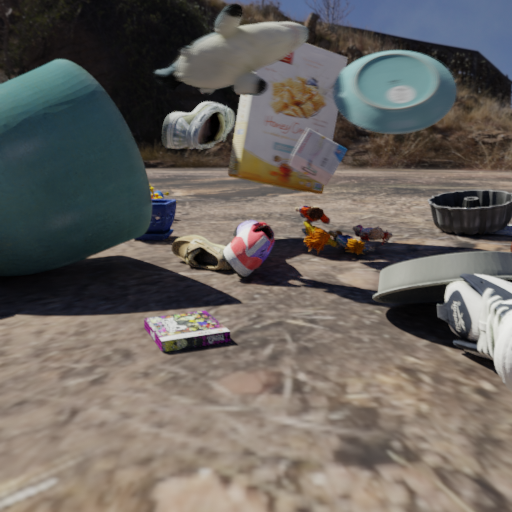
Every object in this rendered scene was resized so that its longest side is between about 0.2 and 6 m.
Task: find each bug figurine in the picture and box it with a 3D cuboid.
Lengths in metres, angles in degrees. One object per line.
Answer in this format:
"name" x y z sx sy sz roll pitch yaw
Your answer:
"bug figurine" -3.763 -1.616 17.669 2.315 0.768 2.985 -9 17 -14

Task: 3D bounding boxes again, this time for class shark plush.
"shark plush" -0.586 -3.281 9.785 3.043 1.382 1.267 -16 22 43

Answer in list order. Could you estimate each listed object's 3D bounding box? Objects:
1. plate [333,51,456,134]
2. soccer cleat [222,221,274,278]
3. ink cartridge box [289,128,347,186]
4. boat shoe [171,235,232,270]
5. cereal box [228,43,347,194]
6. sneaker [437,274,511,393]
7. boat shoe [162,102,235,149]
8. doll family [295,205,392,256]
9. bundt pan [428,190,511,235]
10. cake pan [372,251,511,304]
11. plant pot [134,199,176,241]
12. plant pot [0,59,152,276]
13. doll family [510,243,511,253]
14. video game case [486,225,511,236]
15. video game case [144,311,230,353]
"plate" 2.107 -2.599 8.552 1.838 1.838 0.235 2 -32 9
"soccer cleat" 0.025 -0.303 10.400 0.861 0.802 2.351 -39 6 16
"ink cartridge box" 1.221 -1.973 11.217 0.892 0.654 0.651 30 -13 2
"boat shoe" -1.092 -0.041 10.495 1.528 0.551 0.496 16 17 36
"cereal box" 0.747 -3.234 12.937 2.364 3.286 0.649 7 6 -28
"sneaker" 2.394 0.745 5.604 1.522 0.933 2.339 8 14 41
"boat shoe" -1.145 -2.994 13.163 0.915 1.052 2.854 16 22 18
"doll family" 1.738 -0.373 11.765 2.138 0.963 1.327 17 3 -5
"bundt pan" 5.569 -1.097 14.479 2.177 0.817 2.177 -6 16 2
"cake pan" 2.516 0.303 7.248 2.021 0.371 2.021 -3 -12 -1
"plant pot" -2.520 -0.874 13.581 1.022 0.919 1.022 1 11 6
"plant pot" -4.009 -1.275 9.759 2.801 3.490 3.490 -32 28 -32
"doll family" 3.872 0.365 7.863 1.213 0.823 2.098 12 18 27
"video game case" 6.323 -0.725 14.783 1.651 0.149 1.182 10 15 42
"video game case" -0.851 0.897 6.760 0.827 0.163 0.913 -5 12 -22
